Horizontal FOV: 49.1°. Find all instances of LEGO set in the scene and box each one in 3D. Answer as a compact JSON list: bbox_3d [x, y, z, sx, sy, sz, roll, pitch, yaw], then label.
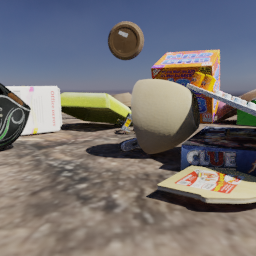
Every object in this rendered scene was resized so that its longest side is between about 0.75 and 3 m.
[{"bbox_3d":[0.144,-0.041,8.470,0.825,0.622,1.073,29,3,-17],"label":"LEGO set"}]

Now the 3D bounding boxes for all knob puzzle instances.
[{"bbox_3d":[1.107,0.717,3.306,1.292,0.179,1.292,0,7,0],"label":"knob puzzle"}]

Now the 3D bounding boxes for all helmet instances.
[{"bbox_3d":[-2.882,-0.198,5.807,1.429,1.363,1.429,40,-2,2],"label":"helmet"}]

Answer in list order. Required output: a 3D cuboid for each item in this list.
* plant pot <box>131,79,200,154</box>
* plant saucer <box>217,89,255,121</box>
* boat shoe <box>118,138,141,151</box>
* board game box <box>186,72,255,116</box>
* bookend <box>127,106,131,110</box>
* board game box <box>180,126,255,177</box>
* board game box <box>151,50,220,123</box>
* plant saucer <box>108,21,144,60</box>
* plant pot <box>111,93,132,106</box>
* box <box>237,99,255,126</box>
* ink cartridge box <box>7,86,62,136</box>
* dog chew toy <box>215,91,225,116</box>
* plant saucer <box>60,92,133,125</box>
[{"bbox_3d":[0.814,-0.267,5.367,0.992,1.478,1.478,-6,4,26],"label":"plant pot"},{"bbox_3d":[4.588,-0.975,11.176,2.386,0.411,2.386,-22,-13,-5],"label":"plant saucer"},{"bbox_3d":[0.126,0.337,6.090,0.782,0.273,0.259,-15,17,-37],"label":"boat shoe"},{"bbox_3d":[2.735,-0.180,4.599,2.733,0.354,2.733,15,14,-22],"label":"board game box"},{"bbox_3d":[0.457,-0.440,10.420,1.464,0.679,1.473,1,8,13],"label":"bookend"},{"bbox_3d":[2.109,0.347,5.102,1.755,0.448,2.591,3,8,23],"label":"board game box"},{"bbox_3d":[2.504,-1.771,11.696,2.320,2.320,2.322,3,30,24],"label":"board game box"},{"bbox_3d":[-0.116,-3.505,11.285,1.524,1.524,0.225,2,13,15],"label":"plant saucer"},{"bbox_3d":[-0.401,-1.352,15.196,2.144,0.989,2.144,-9,5,1],"label":"plant pot"},{"bbox_3d":[5.446,-0.610,10.415,1.827,1.001,2.071,-7,10,-43],"label":"box"},{"bbox_3d":[-3.092,-0.540,8.371,2.143,1.377,1.342,-7,9,-42],"label":"ink cartridge box"},{"bbox_3d":[4.157,-1.234,14.615,2.146,1.336,1.336,-10,10,-20],"label":"dog chew toy"},{"bbox_3d":[-1.124,-0.694,9.804,2.454,0.588,2.457,4,-9,25],"label":"plant saucer"}]
